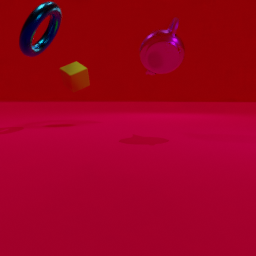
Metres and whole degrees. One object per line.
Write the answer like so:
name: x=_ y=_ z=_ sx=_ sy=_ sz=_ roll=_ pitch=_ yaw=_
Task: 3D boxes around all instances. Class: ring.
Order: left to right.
ring: x=-2.773 y=-3.124 z=8.951 sx=0.382 sy=1.912 sz=1.912 roll=34 pitch=6 yaw=-1

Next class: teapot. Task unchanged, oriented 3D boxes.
teapot: x=0.797 y=-1.862 z=6.828 sx=1.076 sy=1.730 sz=0.847 roll=18 pitch=41 yaw=-12

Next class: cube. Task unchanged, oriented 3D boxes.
cube: x=-1.884 y=-1.815 z=9.951 sx=0.710 sy=0.710 sz=0.710 roll=-31 pitch=49 yaw=-28
